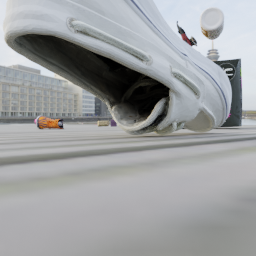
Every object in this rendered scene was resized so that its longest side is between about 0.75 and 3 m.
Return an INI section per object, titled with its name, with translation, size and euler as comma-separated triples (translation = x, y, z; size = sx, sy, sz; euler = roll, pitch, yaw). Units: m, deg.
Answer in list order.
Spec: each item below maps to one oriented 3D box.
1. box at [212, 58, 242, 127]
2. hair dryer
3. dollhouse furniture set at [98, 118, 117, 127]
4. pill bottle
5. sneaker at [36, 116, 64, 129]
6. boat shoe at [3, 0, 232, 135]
[box]
translation = 1.708, -0.809, 7.621
size = 2.604, 1.619, 1.934
euler = 0, 1, 22
[hair dryer]
translation = 1.850, -2.429, 8.634
size = 0.436, 1.606, 1.223
euler = -34, -38, 32
[dollhouse furniture set]
translation = -0.879, -0.310, 12.419
size = 0.878, 0.696, 0.624
euler = -3, -15, 6
[pill bottle]
translation = 2.736, -3.333, 9.104
size = 0.736, 0.736, 1.288
euler = 0, 0, 18
[sneaker]
translation = -1.704, -0.124, 6.290
size = 0.448, 0.310, 0.800
euler = -1, 1, 12
[boat shoe]
translation = 0.213, -0.399, 2.717
size = 1.062, 0.969, 2.950
euler = -3, -22, 34
